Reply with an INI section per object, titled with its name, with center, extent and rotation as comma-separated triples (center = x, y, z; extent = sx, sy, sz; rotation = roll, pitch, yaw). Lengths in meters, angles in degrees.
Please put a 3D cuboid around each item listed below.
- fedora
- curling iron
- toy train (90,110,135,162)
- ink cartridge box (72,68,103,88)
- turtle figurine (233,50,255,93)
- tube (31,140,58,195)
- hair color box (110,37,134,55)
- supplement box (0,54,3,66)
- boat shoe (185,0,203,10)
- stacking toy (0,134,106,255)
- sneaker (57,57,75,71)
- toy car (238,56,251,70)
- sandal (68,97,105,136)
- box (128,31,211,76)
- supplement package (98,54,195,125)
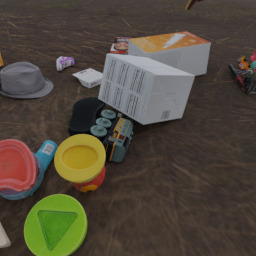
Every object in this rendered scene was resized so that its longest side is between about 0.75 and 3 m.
[fedora]
center = -4.058, -1.950, 10.886
extent = 2.121, 0.958, 1.876
rotation = 8, 36, 12
[curling iron]
center = 4.648, -2.126, 11.536
extent = 0.328, 0.635, 2.563
rotation = 20, 28, -11
[toy train]
center = -0.438, 0.183, 7.994
extent = 1.105, 0.826, 1.939
rotation = 19, 31, 2
[ink cartridge box]
center = -1.596, -2.096, 11.719
extent = 0.994, 0.309, 1.235
rotation = -28, 39, -34
[turtle figurine]
center = 5.614, -2.072, 10.841
extent = 2.653, 1.336, 1.986
rotation = 7, 42, -4
[tube]
center = -2.336, 1.000, 7.200
extent = 0.623, 0.406, 1.610
rotation = 6, 42, 16
[hair color box]
center = -0.238, -3.922, 13.982
extent = 1.077, 0.650, 2.121
rotation = 2, 36, 2
[supplement box]
center = -7.222, -2.867, 12.118
extent = 1.782, 1.039, 2.827
rotation = 19, 39, 25
[boat shoe]
center = 2.783, -5.050, 10.471
extent = 0.708, 1.968, 0.710
rotation = 27, 66, -6
[stacking toy]
center = -1.897, 1.551, 6.268
extent = 2.868, 1.211, 2.596
rotation = 0, 61, 5
[sneaker]
center = -2.831, -2.966, 12.797
extent = 0.735, 0.467, 1.289
rotation = 3, 35, -1
[toy car]
center = 5.357, -2.899, 12.928
extent = 0.458, 0.675, 1.377
rotation = -36, 3, 25
[sandal]
center = -1.309, -0.298, 8.699
extent = 0.987, 0.629, 2.627
rotation = 5, 28, 3
[box]
center = 1.704, -3.043, 12.021
extent = 2.953, 1.440, 1.837
rotation = -14, 37, -20
[supplement package]
center = 0.555, -1.303, 9.015
extent = 2.026, 1.558, 2.118
rotation = -9, 31, -45
